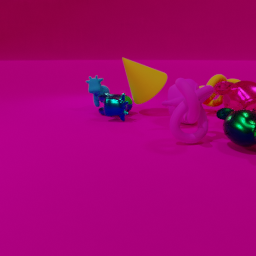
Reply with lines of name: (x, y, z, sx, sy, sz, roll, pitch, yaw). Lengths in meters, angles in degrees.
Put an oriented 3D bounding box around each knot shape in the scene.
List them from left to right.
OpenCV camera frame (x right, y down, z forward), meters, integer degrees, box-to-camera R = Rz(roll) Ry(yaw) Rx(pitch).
knot shape: (1.323, -0.484, 5.888, 0.653, 1.323, 1.414, 9, 60, 32)
knot shape: (2.773, -1.163, 8.810, 1.559, 0.720, 1.459, -22, -13, 34)

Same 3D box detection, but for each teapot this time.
teapot: (1.456, -0.701, 7.628, 0.970, 1.232, 1.982, -3, 4, 23)

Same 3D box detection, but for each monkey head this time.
monkey head: (2.452, -0.126, 5.589, 0.888, 1.060, 1.474, 25, 13, -21)
monkey head: (3.182, -0.861, 7.139, 1.959, 1.410, 1.181, 7, 36, -34)

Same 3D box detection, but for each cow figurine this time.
cow figurine: (-0.966, -1.288, 9.496, 0.621, 1.114, 1.132, -6, 21, 14)
cow figurine: (-0.268, -0.690, 8.515, 1.465, 0.817, 1.489, 10, 13, 42)

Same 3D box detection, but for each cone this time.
cone: (0.269, -1.674, 8.633, 1.342, 1.347, 1.342, -35, 28, 22)
